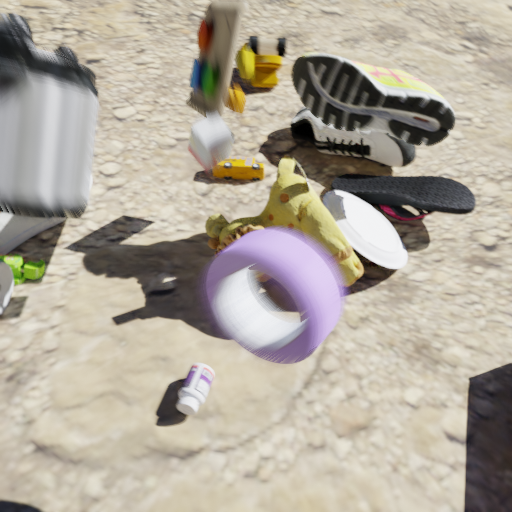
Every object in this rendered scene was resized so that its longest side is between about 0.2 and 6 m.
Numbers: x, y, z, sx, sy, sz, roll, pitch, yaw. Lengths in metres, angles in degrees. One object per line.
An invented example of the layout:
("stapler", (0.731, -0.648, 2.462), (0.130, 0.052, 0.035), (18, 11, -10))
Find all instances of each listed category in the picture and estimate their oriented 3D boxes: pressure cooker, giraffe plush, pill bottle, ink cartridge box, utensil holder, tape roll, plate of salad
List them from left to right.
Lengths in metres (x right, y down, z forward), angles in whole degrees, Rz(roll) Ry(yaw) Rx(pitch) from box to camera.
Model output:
("utensil holder", (-4.634, 0.465, 8.977), (1.113, 0.946, 0.946), (8, 45, 4))
("pressure cooker", (-3.475, -1.951, 7.939), (2.388, 2.715, 2.425), (11, 7, 29))
("pill bottle", (-0.866, 1.883, 7.896), (0.373, 0.373, 0.669), (11, 45, 12))
("ink cartridge box", (-0.809, -2.021, 9.972), (0.569, 0.783, 0.566), (-37, 82, -19))
("tape roll", (0.152, 0.418, 5.579), (1.315, 1.315, 0.431), (24, 41, 23))
("giraffe plush", (0.318, -0.236, 9.184), (1.943, 2.396, 2.067), (-33, 38, 7))
("plate of salad", (1.885, -0.432, 9.921), (1.872, 0.450, 1.872), (27, 35, -20))

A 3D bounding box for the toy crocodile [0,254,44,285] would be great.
("toy crocodile", (-4.380, 0.164, 9.594), (1.458, 0.492, 0.450), (4, 38, 2))

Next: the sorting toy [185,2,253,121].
("sorting toy", (-0.608, -3.090, 8.846), (0.322, 1.794, 2.408), (8, 20, -26))

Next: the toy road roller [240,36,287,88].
("toy road roller", (0.163, -4.990, 14.675), (1.019, 1.211, 1.659), (0, 7, -10))

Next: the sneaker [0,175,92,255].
("sneaker", (-4.235, -1.138, 10.394), (1.084, 1.260, 2.977), (20, 46, 22))

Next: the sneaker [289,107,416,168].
("sneaker", (2.007, -2.496, 12.065), (3.043, 1.122, 1.217), (31, 62, 35))

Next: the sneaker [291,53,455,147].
("sneaker", (1.915, -2.703, 9.401), (2.764, 1.080, 1.248), (22, 39, -1))

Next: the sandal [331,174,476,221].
("sandal", (2.831, -1.107, 10.920), (2.842, 0.640, 1.067), (11, 38, 32))

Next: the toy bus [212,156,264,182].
("toy bus", (-0.366, -1.843, 11.754), (1.097, 0.357, 0.430), (3, 43, 4))
